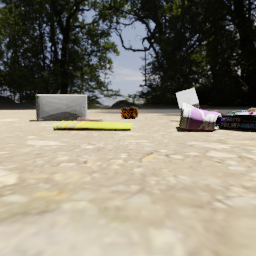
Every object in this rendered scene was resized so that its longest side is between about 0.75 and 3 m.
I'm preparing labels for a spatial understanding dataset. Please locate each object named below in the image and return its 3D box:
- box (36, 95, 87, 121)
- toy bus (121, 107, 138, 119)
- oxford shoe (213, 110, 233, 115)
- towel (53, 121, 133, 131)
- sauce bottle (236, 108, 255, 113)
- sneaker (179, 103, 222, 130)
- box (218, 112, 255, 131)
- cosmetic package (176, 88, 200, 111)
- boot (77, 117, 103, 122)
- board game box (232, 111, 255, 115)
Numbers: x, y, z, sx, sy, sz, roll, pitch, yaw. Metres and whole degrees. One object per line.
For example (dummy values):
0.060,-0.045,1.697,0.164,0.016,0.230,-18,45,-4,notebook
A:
-3.925,-1.187,16.342,2.747,1.461,2.092,-2,5,-20,box
0.041,-0.892,17.881,1.086,0.737,1.042,-3,-8,-7,toy bus
3.560,-0.428,11.971,1.895,0.687,0.675,0,5,-1,oxford shoe
-1.248,-0.036,10.370,2.808,0.254,1.208,1,10,4,towel
7.079,-0.719,15.211,2.320,0.751,0.751,1,5,24,sauce bottle
2.708,-0.338,10.597,1.476,0.938,2.589,7,13,6,sneaker
5.072,-0.237,10.312,2.542,0.632,2.523,-5,6,-43,box
3.311,-1.500,15.528,1.053,1.057,0.650,-15,-31,13,cosmetic package
-1.724,-0.303,12.979,1.035,0.332,0.964,6,9,20,boot
4.207,-0.538,9.858,0.799,0.103,0.799,-6,8,-36,board game box
